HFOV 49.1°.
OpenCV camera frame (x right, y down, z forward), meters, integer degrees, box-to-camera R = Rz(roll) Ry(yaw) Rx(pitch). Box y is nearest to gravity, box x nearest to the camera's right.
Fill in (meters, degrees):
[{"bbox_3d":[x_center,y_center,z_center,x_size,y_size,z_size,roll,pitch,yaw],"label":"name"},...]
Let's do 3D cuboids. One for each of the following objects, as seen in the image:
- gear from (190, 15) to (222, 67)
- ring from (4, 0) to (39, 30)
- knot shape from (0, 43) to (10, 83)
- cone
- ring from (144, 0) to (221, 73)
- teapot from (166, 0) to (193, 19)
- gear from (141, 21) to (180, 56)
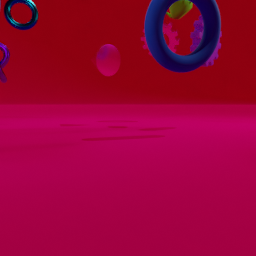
[{"bbox_3d":[2.129,-2.356,7.589,0.246,1.329,1.329,13,12,40],"label":"gear"},{"bbox_3d":[-3.745,-4.030,9.841,1.154,1.154,0.231,-2,6,-22],"label":"ring"},{"bbox_3d":[-4.277,-2.000,9.055,1.329,1.244,0.614,-47,-21,25],"label":"knot shape"},{"bbox_3d":[-0.922,-2.208,9.088,0.971,0.971,0.975,-5,15,-43],"label":"cone"},{"bbox_3d":[1.128,-2.001,5.616,1.756,1.756,0.351,-2,15,-25],"label":"ring"},{"bbox_3d":[1.453,-3.460,8.018,0.677,0.533,1.089,-45,9,-35],"label":"teapot"},{"bbox_3d":[1.221,-3.348,10.577,1.437,1.437,0.266,2,43,23],"label":"gear"}]
